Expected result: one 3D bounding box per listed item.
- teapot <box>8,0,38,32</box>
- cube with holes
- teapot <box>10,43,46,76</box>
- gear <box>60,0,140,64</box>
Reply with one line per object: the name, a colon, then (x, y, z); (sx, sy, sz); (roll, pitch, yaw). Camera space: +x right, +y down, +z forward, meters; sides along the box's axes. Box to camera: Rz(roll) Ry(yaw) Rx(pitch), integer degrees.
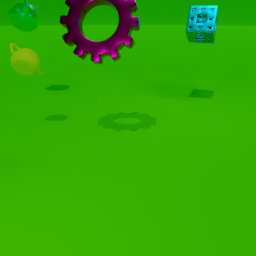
teapot: (-3.918, -4.283, 10.599); (1.112, 0.876, 1.789); (14, -17, -21)
cube with holes: (2.611, -3.621, 9.856); (0.931, 0.931, 0.931); (9, -4, 19)
teapot: (-2.795, -1.847, 7.830); (0.787, 1.266, 0.620); (-18, 45, 28)
gear: (-0.664, -2.490, 6.635); (1.863, 1.863, 0.345); (4, 1, 10)
